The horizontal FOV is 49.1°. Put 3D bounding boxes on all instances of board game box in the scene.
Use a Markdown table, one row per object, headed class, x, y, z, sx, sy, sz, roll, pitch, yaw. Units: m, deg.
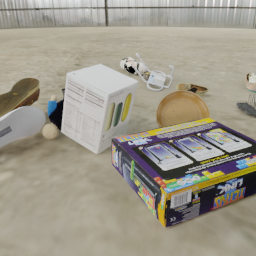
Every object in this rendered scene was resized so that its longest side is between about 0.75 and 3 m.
| class | x | y | z | sx | sy | sz | roll | pitch | yaw |
| --- | --- | --- | --- | --- | --- | --- | --- | --- | --- |
| board game box | 1.386 | 0.725 | 6.159 | 2.871 | 0.814 | 2.373 | -11 | 25 | -23 |

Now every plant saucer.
| class | x | y | z | sx | sy | sz | roll | pitch | yaw |
| --- | --- | --- | --- | --- | --- | --- | --- | --- | --- |
| plant saucer | 1.558 | -0.308 | 8.060 | 1.547 | 1.547 | 0.274 | -1 | -12 | -1 |

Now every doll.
| class | x | y | z | sx | sy | sz | roll | pitch | yaw |
| --- | --- | --- | --- | --- | --- | --- | --- | --- | --- |
| doll | -1.649 | -0.461 | 8.422 | 2.258 | 1.540 | 0.547 | -46 | 4 | -34 |

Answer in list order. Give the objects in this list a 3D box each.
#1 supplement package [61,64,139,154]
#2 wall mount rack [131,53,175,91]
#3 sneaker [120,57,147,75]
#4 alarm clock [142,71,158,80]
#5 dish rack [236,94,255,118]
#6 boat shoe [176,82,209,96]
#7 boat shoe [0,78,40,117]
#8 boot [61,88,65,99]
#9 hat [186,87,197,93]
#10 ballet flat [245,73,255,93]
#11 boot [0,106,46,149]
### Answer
| class | x | y | z | sx | sy | sz | roll | pitch | yaw |
| --- | --- | --- | --- | --- | --- | --- | --- | --- | --- |
| supplement package | -0.775 | -0.546 | 7.468 | 1.336 | 1.773 | 1.345 | 29 | 35 | 23 |
| wall mount rack | 1.117 | -2.611 | 12.992 | 1.987 | 0.852 | 2.286 | 17 | 34 | 3 |
| sneaker | 0.108 | -3.398 | 15.368 | 0.819 | 0.755 | 2.048 | -19 | 30 | -33 |
| alarm clock | 1.037 | -2.640 | 14.146 | 1.076 | 0.358 | 0.725 | 5 | 25 | 7 |
| dish rack | 4.941 | -0.846 | 10.001 | 1.895 | 0.517 | 1.453 | -2 | 24 | -4 |
| boat shoe | 2.641 | -1.635 | 11.497 | 1.304 | 0.478 | 0.409 | 5 | -15 | -8 |
| boat shoe | -3.502 | -0.662 | 8.575 | 0.857 | 0.805 | 2.382 | 15 | 42 | 18 |
| boot | -2.125 | -0.879 | 9.441 | 1.540 | 1.014 | 0.537 | 16 | 30 | 31 |
| hat | 2.415 | -1.248 | 11.029 | 0.819 | 0.819 | 0.330 | -13 | 71 | -27 |
| ballet flat | 5.643 | -2.130 | 12.718 | 0.610 | 0.603 | 1.792 | 3 | 25 | 7 |
| boot | -3.339 | 0.066 | 7.355 | 1.095 | 0.843 | 2.292 | -7 | 16 | 36 |
